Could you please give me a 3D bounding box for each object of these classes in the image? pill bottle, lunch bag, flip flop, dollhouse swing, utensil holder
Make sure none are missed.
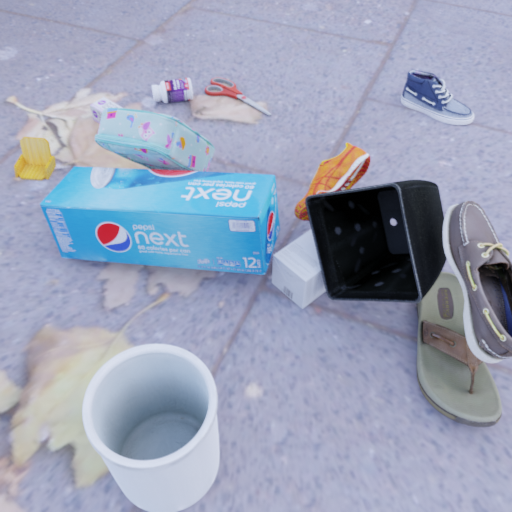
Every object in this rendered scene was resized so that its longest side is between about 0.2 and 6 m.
[{"bbox_3d":[-2.224,-4.369,14.857,1.030,0.574,0.574,-11,50,-10],"label":"pill bottle"},{"bbox_3d":[-2.064,-2.264,11.576,1.845,2.301,0.887,11,86,26],"label":"lunch bag"},{"bbox_3d":[3.419,1.399,9.566,1.269,0.901,3.129,5,49,4],"label":"flip flop"},{"bbox_3d":[-5.149,-2.241,12.906,0.798,0.701,0.725,5,49,4],"label":"dollhouse swing"},{"bbox_3d":[-1.359,2.499,7.860,1.718,2.022,1.718,0,48,0],"label":"utensil holder"}]

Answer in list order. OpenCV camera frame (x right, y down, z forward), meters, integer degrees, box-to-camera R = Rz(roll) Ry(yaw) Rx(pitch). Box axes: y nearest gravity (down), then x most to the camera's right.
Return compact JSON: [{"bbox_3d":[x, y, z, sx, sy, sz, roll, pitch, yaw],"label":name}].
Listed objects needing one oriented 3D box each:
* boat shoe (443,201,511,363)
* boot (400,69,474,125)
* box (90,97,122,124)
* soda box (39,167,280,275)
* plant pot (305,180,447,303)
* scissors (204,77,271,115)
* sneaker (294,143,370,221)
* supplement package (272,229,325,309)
[{"bbox_3d":[3.344,0.249,8.081,0.888,0.736,2.472,5,66,-16],"label":"boat shoe"},{"bbox_3d":[4.696,-4.077,14.382,1.974,0.892,0.718,25,53,20],"label":"boot"},{"bbox_3d":[-3.129,-3.191,13.878,2.465,0.477,0.511,34,57,26],"label":"box"},{"bbox_3d":[-1.760,-0.735,10.684,4.220,1.354,1.431,5,41,13],"label":"soda box"},{"bbox_3d":[2.259,-0.400,9.606,1.691,1.902,1.906,-24,14,-39],"label":"plant pot"},{"bbox_3d":[-0.386,-4.336,15.097,2.258,0.157,0.826,24,51,21],"label":"scissors"},{"bbox_3d":[1.412,-1.435,11.116,0.766,0.725,1.985,37,70,28],"label":"sneaker"},{"bbox_3d":[1.122,0.137,10.691,1.457,0.872,0.883,-34,57,-26],"label":"supplement package"}]
